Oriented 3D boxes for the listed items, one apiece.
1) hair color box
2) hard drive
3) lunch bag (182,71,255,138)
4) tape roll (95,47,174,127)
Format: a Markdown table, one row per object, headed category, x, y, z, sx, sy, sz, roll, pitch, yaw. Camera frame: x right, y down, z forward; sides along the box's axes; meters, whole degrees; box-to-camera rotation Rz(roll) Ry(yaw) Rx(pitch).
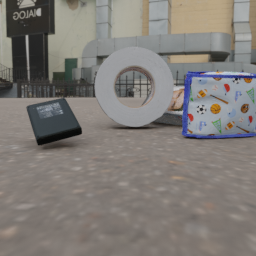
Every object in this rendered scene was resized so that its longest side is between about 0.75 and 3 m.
| category | x | y | z | sx | sy | sz | roll | pitch | yaw |
| --- | --- | --- | --- | --- | --- | --- | --- | --- | --- |
| hair color box | 1.556 | -0.803 | 9.845 | 0.728 | 1.188 | 2.400 | 41 | -17 | -32 |
| hard drive | -1.624 | -0.183 | 6.053 | 0.916 | 0.216 | 1.312 | -15 | 39 | -20 |
| lunch bag | 2.261 | -0.620 | 7.105 | 1.916 | 1.629 | 1.187 | -5 | 15 | -18 |
| tape roll | 0.179 | -1.247 | 8.787 | 2.415 | 2.415 | 0.798 | 0 | 1 | -3 |
